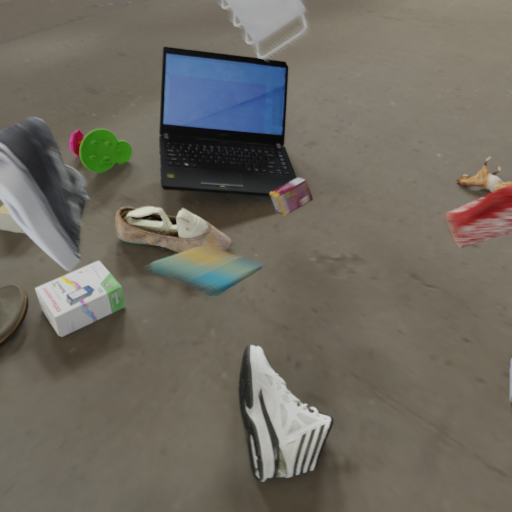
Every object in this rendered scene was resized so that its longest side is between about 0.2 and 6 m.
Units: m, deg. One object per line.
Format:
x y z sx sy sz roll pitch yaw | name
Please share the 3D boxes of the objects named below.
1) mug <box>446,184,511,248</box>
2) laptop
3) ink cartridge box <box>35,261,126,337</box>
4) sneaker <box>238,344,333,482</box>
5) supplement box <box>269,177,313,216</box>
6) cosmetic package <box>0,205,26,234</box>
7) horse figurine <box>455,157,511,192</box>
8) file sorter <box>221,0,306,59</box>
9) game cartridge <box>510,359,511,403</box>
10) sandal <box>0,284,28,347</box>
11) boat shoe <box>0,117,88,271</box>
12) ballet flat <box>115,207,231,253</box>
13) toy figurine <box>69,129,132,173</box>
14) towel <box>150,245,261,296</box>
2.626 -0.501 6.397 0.810 0.719 0.540 -21 33 13 | mug
-0.592 -3.104 12.912 3.167 1.846 3.574 2 39 -13 | laptop
-3.046 0.731 9.730 1.232 0.539 0.895 -27 48 -27 | ink cartridge box
0.416 2.170 8.007 1.171 0.768 2.036 1 47 -13 | sneaker
0.619 -1.052 9.880 0.632 0.414 0.326 -29 28 -11 | supplement box
-4.859 -1.051 11.913 0.671 0.454 1.276 8 41 10 | cosmetic package
5.476 -1.667 12.670 1.019 0.384 1.538 -38 57 -22 | horse figurine
0.043 -5.501 12.071 1.368 1.972 1.228 -26 43 22 | file sorter
4.548 2.057 8.383 1.389 0.281 0.926 12 45 14 | game cartridge
-4.876 1.229 8.986 1.084 0.724 2.652 31 49 31 | sandal
-2.303 -0.632 6.314 0.895 2.496 0.846 40 70 16 | boat shoe
-1.683 -0.546 11.039 2.404 0.808 0.818 6 40 7 | ballet flat
-3.944 -2.687 13.664 1.375 1.033 1.266 -8 25 -43 | toy figurine
-0.672 0.177 7.975 1.065 0.158 1.452 21 19 19 | towel
